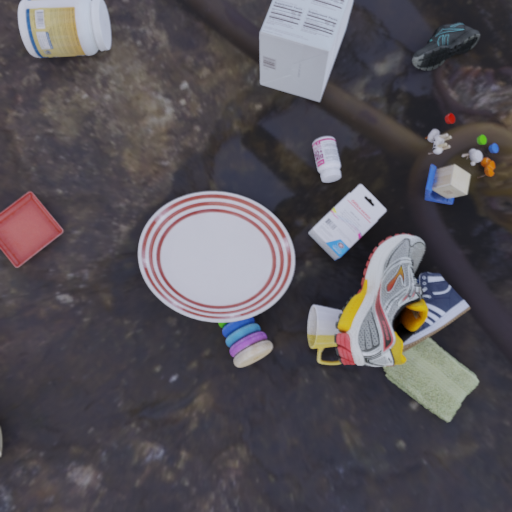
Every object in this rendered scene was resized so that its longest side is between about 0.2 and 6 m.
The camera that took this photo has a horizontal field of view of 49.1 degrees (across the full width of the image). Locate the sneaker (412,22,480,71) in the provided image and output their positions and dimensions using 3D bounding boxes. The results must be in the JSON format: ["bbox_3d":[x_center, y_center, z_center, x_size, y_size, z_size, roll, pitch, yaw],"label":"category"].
[{"bbox_3d":[4.169,-4.756,12.662,1.754,0.661,0.695,-26,67,-15],"label":"sneaker"}]

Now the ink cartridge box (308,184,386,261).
[{"bbox_3d":[1.884,-0.695,11.560,1.427,0.484,0.821,-43,87,-10],"label":"ink cartridge box"}]

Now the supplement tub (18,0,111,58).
[{"bbox_3d":[-4.183,-5.053,12.354,1.717,1.242,1.242,-3,75,-1],"label":"supplement tub"}]

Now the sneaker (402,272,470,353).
[{"bbox_3d":[3.110,1.049,10.849,2.023,0.709,1.097,-25,73,-27],"label":"sneaker"}]

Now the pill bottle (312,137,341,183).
[{"bbox_3d":[1.519,-2.048,11.945,0.500,0.500,0.881,-10,75,-2],"label":"pill bottle"}]

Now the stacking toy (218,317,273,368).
[{"bbox_3d":[-0.449,1.163,11.011,0.826,0.826,1.934,-26,72,-7],"label":"stacking toy"}]

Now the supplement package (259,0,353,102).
[{"bbox_3d":[1.069,-4.805,11.916,1.493,1.942,2.031,19,76,5],"label":"supplement package"}]

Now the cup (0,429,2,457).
[{"bbox_3d":[-5.201,3.264,10.354,1.089,1.089,0.779,-4,46,-1],"label":"cup"}]

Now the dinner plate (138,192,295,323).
[{"bbox_3d":[-0.772,-0.004,11.127,3.086,0.374,3.086,5,56,-8],"label":"dinner plate"}]

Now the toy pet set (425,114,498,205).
[{"bbox_3d":[4.134,-1.900,11.843,1.652,0.877,1.542,23,74,-28],"label":"toy pet set"}]

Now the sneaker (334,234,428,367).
[{"bbox_3d":[2.612,0.832,10.325,1.314,1.245,3.199,6,46,32],"label":"sneaker"}]

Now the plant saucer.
[{"bbox_3d":[-4.817,-0.535,11.695,1.210,0.222,1.208,-41,79,-9],"label":"plant saucer"}]

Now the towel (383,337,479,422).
[{"bbox_3d":[3.393,2.321,10.902,1.608,0.293,1.193,40,79,10],"label":"towel"}]

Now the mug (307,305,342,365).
[{"bbox_3d":[1.492,1.493,10.961,0.862,0.841,1.050,4,116,-8],"label":"mug"}]
